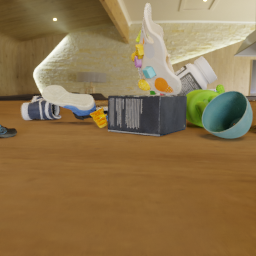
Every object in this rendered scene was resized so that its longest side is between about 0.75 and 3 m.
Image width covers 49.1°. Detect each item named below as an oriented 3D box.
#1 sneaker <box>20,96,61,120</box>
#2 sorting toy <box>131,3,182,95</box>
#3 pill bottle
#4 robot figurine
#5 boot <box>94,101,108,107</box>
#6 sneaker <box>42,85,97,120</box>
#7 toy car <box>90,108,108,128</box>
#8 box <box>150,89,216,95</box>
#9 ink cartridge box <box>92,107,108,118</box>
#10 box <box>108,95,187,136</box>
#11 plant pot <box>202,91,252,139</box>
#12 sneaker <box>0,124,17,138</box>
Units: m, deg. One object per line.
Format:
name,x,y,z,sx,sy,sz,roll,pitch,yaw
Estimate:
sneaker,-3.533,-0.902,12.229,1.439,0.930,2.652,-5,14,0
sorting toy,0.722,-2.347,8.100,1.215,2.275,2.048,-12,-27,-1
pill bottle,2.485,-1.862,12.099,2.448,1.394,1.394,-35,-2,16
robot figurine,2.500,-0.683,9.436,1.833,1.209,2.090,-28,8,3
boot,-1.204,-1.111,12.737,1.030,0.341,0.902,-4,21,-12
sneaker,-2.073,-0.851,10.106,2.009,0.771,1.118,12,-26,12
toy car,0.077,-0.252,9.584,2.553,1.252,0.849,-19,57,-16
box,2.888,-1.315,14.307,2.718,1.314,2.398,5,10,40
ink cartridge box,-1.357,-0.814,13.392,1.304,0.514,2.623,-5,10,-26
box,0.588,-0.432,8.175,1.709,1.077,1.738,7,10,33
plant pot,2.532,-0.207,6.846,0.790,1.173,1.173,35,-13,-32
sneaker,-3.146,0.058,6.959,0.337,0.377,0.920,3,7,25
